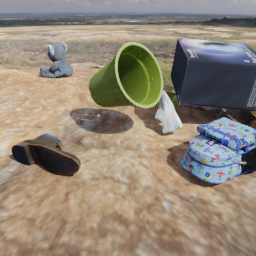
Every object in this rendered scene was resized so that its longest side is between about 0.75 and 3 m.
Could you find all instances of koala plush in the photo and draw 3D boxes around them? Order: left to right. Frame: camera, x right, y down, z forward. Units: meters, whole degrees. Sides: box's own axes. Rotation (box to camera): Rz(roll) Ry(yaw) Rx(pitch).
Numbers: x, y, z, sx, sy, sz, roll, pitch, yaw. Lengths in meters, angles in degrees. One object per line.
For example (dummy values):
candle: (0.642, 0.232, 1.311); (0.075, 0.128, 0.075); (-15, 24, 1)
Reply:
koala plush: (-4.097, -4.034, 16.416); (1.783, 1.940, 1.721); (11, 27, 21)

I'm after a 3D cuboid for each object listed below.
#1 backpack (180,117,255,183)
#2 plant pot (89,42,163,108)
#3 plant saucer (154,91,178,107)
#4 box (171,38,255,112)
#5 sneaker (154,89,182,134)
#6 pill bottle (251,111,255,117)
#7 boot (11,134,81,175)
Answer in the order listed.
backpack: (2.369, 0.622, 7.496); (1.827, 1.229, 1.668); (-16, 30, -28)
plant pot: (-0.257, -1.488, 9.374); (1.989, 2.095, 2.095); (-13, 10, 45)
plant saucer: (1.568, -1.340, 12.609); (1.475, 0.353, 1.473); (12, 28, 24)
box: (3.232, -2.083, 10.385); (2.854, 1.773, 2.878); (4, 31, -1)
sneaker: (1.249, -0.604, 9.875); (0.789, 0.671, 1.782); (-28, 52, 18)
pill bottle: (5.426, -0.801, 10.198); (1.423, 1.423, 2.532); (-6, 26, -13)
boot: (-2.086, 0.606, 7.945); (2.309, 0.862, 1.119); (10, 30, 25)
